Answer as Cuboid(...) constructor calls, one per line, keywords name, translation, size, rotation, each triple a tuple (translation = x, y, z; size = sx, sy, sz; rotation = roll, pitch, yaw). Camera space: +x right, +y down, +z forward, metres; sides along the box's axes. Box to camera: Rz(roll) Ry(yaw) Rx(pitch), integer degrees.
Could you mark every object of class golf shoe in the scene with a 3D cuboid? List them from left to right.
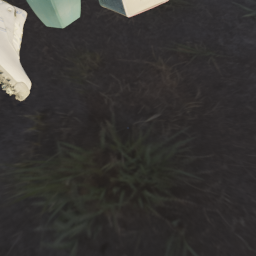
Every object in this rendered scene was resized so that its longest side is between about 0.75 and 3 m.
Cuboid(name="golf shoe", translation=(-2.372, -1.794, 5.224), size=(1.299, 1.046, 2.671), rotation=(-34, 81, -19))

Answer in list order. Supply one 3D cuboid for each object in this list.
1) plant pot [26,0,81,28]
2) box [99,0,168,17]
Cuboid(name="plant pot", translation=(-2.246, -4.018, 8.243), size=(1.311, 1.854, 1.310), rotation=(19, 53, 31))
Cuboid(name="box", translation=(-0.079, -3.918, 7.233), size=(1.215, 1.425, 2.229), rotation=(-26, 37, -9))
